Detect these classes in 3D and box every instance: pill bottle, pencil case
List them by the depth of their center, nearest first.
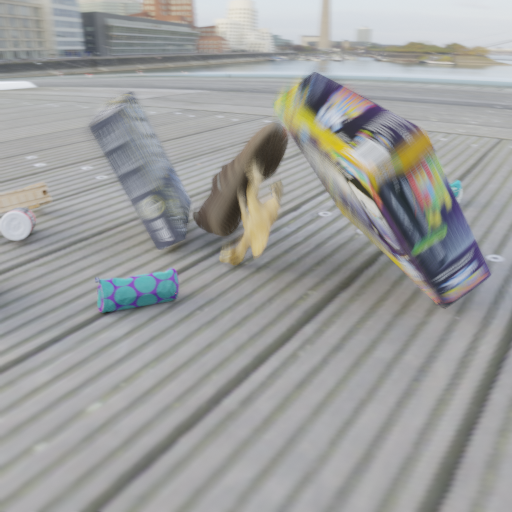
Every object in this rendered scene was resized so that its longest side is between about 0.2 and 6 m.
[{"bbox_3d":[-2.045,0.574,9.675,1.386,0.590,0.641,-8,38,-19],"label":"pencil case"},{"bbox_3d":[-5.310,-0.745,12.547,0.643,0.643,1.162,-6,13,-13],"label":"pill bottle"}]

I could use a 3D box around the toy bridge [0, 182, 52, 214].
[{"bbox_3d":[-6.647,-0.881,12.423,4.445,0.605,1.494,-24,13,-41],"label":"toy bridge"}]

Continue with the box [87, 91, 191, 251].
[{"bbox_3d":[-2.367,-1.887,12.048,0.722,2.941,2.371,-23,26,6],"label":"box"}]

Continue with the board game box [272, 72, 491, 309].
[{"bbox_3d":[2.104,-1.292,9.909,1.096,3.196,3.866,-38,35,4],"label":"board game box"}]

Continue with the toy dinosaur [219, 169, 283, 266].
[{"bbox_3d":[0.136,-0.781,10.285,0.858,2.947,1.490,11,62,-17],"label":"toy dinosaur"}]

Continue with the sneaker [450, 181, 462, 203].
[{"bbox_3d":[4.664,-1.869,15.126,1.831,0.729,0.710,16,28,34],"label":"sneaker"}]

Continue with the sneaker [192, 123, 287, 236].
[{"bbox_3d":[-0.441,-1.817,12.395,1.092,1.019,2.892,21,72,40],"label":"sneaker"}]
